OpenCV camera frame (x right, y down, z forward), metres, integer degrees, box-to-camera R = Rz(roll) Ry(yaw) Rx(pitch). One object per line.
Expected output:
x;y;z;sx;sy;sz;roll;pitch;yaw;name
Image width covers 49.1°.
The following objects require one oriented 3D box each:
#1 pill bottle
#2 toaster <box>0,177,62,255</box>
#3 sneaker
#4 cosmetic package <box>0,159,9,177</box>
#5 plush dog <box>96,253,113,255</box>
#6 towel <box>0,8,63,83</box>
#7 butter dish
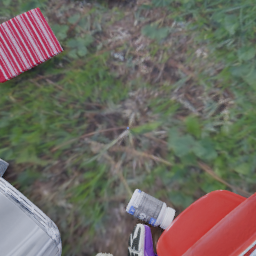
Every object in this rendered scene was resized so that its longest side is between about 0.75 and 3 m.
0.496;1.784;6.091;0.963;0.548;0.548;25;72;9;pill bottle
-2.565;2.191;5.228;2.787;1.584;1.800;33;49;17;toaster
0.530;2.964;5.690;0.846;0.817;2.027;-9;79;-19;sneaker
-4.215;0.524;6.072;2.655;1.429;1.126;24;73;10;cosmetic package
-0.417;3.408;4.947;1.504;1.610;1.875;29;73;10;plush dog
-2.831;-2.149;7.294;1.860;0.209;1.345;-30;95;-8;towel
1.601;2.283;5.327;2.582;1.914;2.589;-37;117;-7;butter dish
